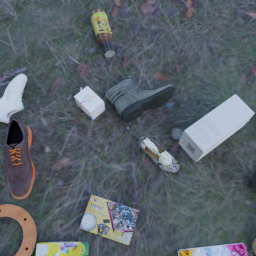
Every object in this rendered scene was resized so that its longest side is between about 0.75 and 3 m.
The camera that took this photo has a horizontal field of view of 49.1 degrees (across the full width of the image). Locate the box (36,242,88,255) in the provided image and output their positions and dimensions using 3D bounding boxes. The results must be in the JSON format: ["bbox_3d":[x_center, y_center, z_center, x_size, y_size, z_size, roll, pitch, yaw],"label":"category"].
[{"bbox_3d":[-2.042,4.080,8.768,1.628,0.394,0.955,-2,67,2],"label":"box"}]

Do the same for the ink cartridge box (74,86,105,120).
[{"bbox_3d":[-1.490,-0.991,10.666,0.680,0.698,1.086,-42,73,-14],"label":"ink cartridge box"}]

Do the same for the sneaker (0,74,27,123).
[{"bbox_3d":[-4.340,-1.093,10.786,0.896,0.762,2.025,30,77,-1],"label":"sneaker"}]

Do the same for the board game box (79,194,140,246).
[{"bbox_3d":[-0.597,3.020,9.242,1.709,0.296,1.157,17,69,7],"label":"board game box"}]

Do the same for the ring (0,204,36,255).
[{"bbox_3d":[-4.056,3.574,8.910,2.258,0.217,2.258,2,57,-2],"label":"ring"}]

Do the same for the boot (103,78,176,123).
[{"bbox_3d":[0.432,-1.422,10.806,2.531,0.857,1.653,-27,62,-14],"label":"boot"}]

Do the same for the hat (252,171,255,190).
[{"bbox_3d":[4.773,1.927,9.625,1.091,0.440,1.091,-3,62,5],"label":"hat"}]

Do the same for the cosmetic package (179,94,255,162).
[{"bbox_3d":[3.102,0.031,9.931,2.394,1.288,1.016,-35,71,-15],"label":"cosmetic package"}]

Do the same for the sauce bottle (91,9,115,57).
[{"bbox_3d":[-1.027,-4.021,11.911,0.718,0.718,2.219,-16,70,-6],"label":"sauce bottle"}]

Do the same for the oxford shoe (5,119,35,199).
[{"bbox_3d":[-3.868,1.034,9.665,0.989,1.008,2.779,-11,68,-4],"label":"oxford shoe"}]

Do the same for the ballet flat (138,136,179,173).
[{"bbox_3d":[1.068,0.914,9.938,1.790,0.644,0.644,39,73,14],"label":"ballet flat"}]

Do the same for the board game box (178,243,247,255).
[{"bbox_3d":[2.789,4.784,8.530,2.189,0.283,2.189,-5,67,-2],"label":"board game box"}]

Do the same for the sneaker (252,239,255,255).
[{"bbox_3d":[5.356,3.134,8.956,2.956,1.663,1.053,-39,73,17],"label":"sneaker"}]
